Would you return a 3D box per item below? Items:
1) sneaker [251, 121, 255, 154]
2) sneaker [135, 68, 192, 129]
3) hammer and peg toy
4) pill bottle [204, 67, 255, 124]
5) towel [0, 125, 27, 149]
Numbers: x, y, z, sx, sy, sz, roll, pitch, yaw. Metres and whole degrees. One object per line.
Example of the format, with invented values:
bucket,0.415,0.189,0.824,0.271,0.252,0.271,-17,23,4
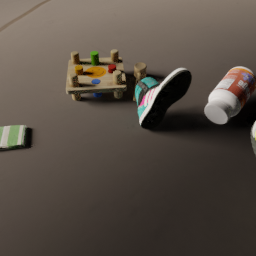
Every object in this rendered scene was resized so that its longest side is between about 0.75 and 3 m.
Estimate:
sneaker,3.144,0.724,5.254,0.874,0.885,2.317,-11,65,-14
sneaker,0.764,-0.952,6.819,0.776,1.855,1.120,11,45,-29
hammer and peg toy,-0.574,-1.582,8.204,2.389,0.842,1.757,-3,44,-4
pill bottle,2.673,-0.837,7.326,0.856,0.856,1.526,29,63,27
towel,-3.024,0.242,6.818,1.036,0.121,0.790,-8,44,-6
